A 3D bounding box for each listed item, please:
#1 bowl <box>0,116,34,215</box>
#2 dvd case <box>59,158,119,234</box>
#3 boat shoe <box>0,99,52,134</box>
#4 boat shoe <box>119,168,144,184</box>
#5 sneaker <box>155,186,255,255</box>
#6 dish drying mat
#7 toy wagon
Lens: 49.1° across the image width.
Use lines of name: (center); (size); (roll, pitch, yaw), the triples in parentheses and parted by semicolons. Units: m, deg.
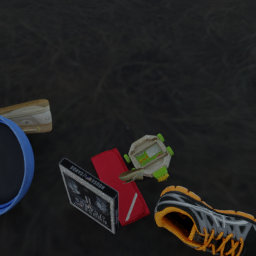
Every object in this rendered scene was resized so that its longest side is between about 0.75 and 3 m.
bowl: (-3.198, 0.823, 6.381); (2.353, 0.462, 2.353); (0, 89, 16)
dvd case: (-0.752, 1.442, 5.732); (1.293, 1.721, 0.213); (28, 54, 20)
boat shoe: (-3.367, 0.010, 7.372); (2.811, 0.972, 1.036); (-12, 15, 5)
boat shoe: (0.109, 1.036, 5.952); (0.309, 0.842, 0.264); (-9, 87, 34)
sneaker: (1.691, 2.126, 5.672); (2.599, 1.017, 1.004); (19, 20, 24)
dish drying mat: (-0.226, 1.373, 6.915); (0.758, 0.180, 1.972); (-22, 56, -13)
toy wagon: (0.588, 0.805, 7.029); (1.115, 0.284, 1.437); (-32, 49, 0)
